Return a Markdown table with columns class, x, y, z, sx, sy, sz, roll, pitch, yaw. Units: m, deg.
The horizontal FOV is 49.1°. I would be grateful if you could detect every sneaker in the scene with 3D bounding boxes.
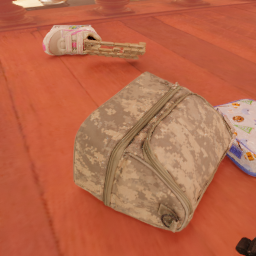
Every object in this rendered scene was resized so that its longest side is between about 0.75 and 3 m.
| class | x | y | z | sx | sy | sz | roll | pitch | yaw |
| --- | --- | --- | --- | --- | --- | --- | --- | --- | --- |
| sneaker | -2.211 | -3.608 | 11.659 | 2.652 | 1.079 | 1.170 | -25 | 40 | -30 |

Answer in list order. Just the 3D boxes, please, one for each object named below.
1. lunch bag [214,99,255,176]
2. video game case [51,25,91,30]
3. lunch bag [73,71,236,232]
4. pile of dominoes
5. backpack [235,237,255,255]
| class | x | y | z | sx | sy | sz | roll | pitch | yaw |
| --- | --- | --- | --- | --- | --- | --- | --- | --- | --- |
| lunch bag | 2.851 | 0.139 | 6.712 | 1.709 | 0.806 | 2.132 | -17 | 40 | -19 |
| video game case | -2.885 | -4.703 | 13.905 | 1.962 | 0.237 | 2.153 | -1 | 35 | -2 |
| lunch bag | 0.631 | 0.400 | 5.499 | 2.319 | 1.927 | 2.765 | 30 | 44 | 17 |
| pile of dominoes | -0.498 | -2.974 | 10.291 | 2.228 | 0.355 | 1.737 | 3 | 0 | -9 |
| backpack | 2.068 | 2.497 | 2.606 | 2.143 | 1.733 | 2.250 | 2 | 39 | 23 |
